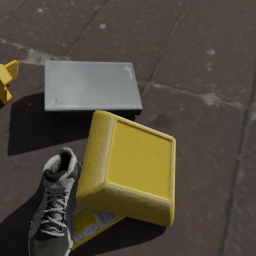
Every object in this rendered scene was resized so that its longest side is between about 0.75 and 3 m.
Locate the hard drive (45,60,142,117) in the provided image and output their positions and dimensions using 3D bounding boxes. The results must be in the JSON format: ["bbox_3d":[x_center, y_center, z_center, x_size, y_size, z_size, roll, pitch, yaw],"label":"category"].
[{"bbox_3d":[-1.098,-1.228,8.638,2.818,0.463,1.966,-2,57,-14],"label":"hard drive"}]

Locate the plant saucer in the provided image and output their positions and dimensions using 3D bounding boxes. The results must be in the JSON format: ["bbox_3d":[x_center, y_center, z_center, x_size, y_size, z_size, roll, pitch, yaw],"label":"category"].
[{"bbox_3d":[0.226,0.850,6.840,2.522,0.611,2.522,21,55,-20],"label":"plant saucer"}]

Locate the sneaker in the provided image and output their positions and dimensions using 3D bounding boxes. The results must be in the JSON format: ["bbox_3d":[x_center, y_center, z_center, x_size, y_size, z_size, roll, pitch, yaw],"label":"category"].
[{"bbox_3d":[-1.662,1.641,6.134,1.017,1.565,2.710,5,57,0],"label":"sneaker"}]

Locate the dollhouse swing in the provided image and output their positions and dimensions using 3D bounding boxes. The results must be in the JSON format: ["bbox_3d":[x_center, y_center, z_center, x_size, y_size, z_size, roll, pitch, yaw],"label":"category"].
[{"bbox_3d":[-3.656,-1.456,8.758,0.876,0.997,0.906,-28,73,-36],"label":"dollhouse swing"}]

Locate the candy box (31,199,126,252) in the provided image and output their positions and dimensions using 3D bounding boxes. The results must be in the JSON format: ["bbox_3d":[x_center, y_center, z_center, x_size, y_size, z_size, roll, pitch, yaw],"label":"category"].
[{"bbox_3d":[-1.164,2.227,6.880,2.122,0.280,1.085,-27,60,-17],"label":"candy box"}]
